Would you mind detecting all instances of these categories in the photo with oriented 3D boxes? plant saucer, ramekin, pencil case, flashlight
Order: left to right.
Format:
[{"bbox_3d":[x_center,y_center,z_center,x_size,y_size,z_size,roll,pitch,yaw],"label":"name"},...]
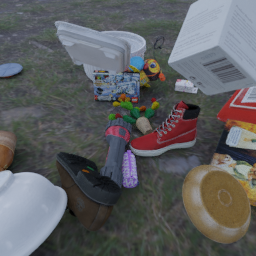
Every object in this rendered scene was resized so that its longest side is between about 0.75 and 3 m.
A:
[{"bbox_3d":[-0.617,-2.902,11.679,2.729,1.432,2.729,0,38,0],"label":"ramekin"},{"bbox_3d":[-0.392,0.735,7.527,0.798,0.795,2.350,-11,40,18],"label":"flashlight"},{"bbox_3d":[0.021,1.078,7.289,0.426,0.434,1.016,-3,37,-5],"label":"pencil case"},{"bbox_3d":[1.611,1.236,4.842,1.390,0.246,1.390,11,56,-17],"label":"plant saucer"}]

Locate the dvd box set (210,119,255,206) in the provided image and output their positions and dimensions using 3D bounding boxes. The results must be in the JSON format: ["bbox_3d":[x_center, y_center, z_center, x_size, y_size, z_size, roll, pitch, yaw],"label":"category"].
[{"bbox_3d":[3.462,0.952,6.622,2.802,0.412,2.050,16,63,30],"label":"dvd box set"}]

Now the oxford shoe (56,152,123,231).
[{"bbox_3d":[-1.208,1.332,6.432,1.036,1.203,2.850,19,6,-27],"label":"oxford shoe"}]

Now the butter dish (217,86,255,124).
[{"bbox_3d":[4.401,-0.527,8.418,2.377,1.757,2.371,-49,29,-13],"label":"butter dish"}]

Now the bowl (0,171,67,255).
[{"bbox_3d":[-2.428,1.561,5.331,2.345,1.054,2.345,-24,21,9],"label":"bowl"}]

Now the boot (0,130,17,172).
[{"bbox_3d":[-4.262,0.822,7.309,2.370,0.873,1.834,-2,42,1],"label":"boot"}]

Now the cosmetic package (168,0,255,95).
[{"bbox_3d":[1.920,-1.757,5.707,1.331,1.330,1.613,-6,57,57],"label":"cosmetic package"}]

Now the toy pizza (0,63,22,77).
[{"bbox_3d":[-5.217,-2.473,12.131,1.266,0.201,1.266,-1,37,1],"label":"toy pizza"}]

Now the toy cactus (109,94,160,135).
[{"bbox_3d":[0.362,-0.432,9.051,1.839,0.940,1.517,-10,47,-26],"label":"toy cactus"}]

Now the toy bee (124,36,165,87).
[{"bbox_3d":[0.622,-2.070,10.297,1.668,2.548,1.385,2,44,-53],"label":"toy bee"}]

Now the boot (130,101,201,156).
[{"bbox_3d":[1.028,-0.045,7.885,2.072,1.495,0.750,-12,39,-15],"label":"boot"}]

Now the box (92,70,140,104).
[{"bbox_3d":[-0.401,-1.469,10.050,1.651,1.131,0.329,4,37,4],"label":"box"}]

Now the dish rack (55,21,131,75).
[{"bbox_3d":[-0.791,-1.747,6.556,1.682,0.427,1.959,17,-4,0],"label":"dish rack"}]

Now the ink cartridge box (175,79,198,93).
[{"bbox_3d":[2.301,-1.635,10.962,0.845,0.285,0.492,11,39,14],"label":"ink cartridge box"}]
